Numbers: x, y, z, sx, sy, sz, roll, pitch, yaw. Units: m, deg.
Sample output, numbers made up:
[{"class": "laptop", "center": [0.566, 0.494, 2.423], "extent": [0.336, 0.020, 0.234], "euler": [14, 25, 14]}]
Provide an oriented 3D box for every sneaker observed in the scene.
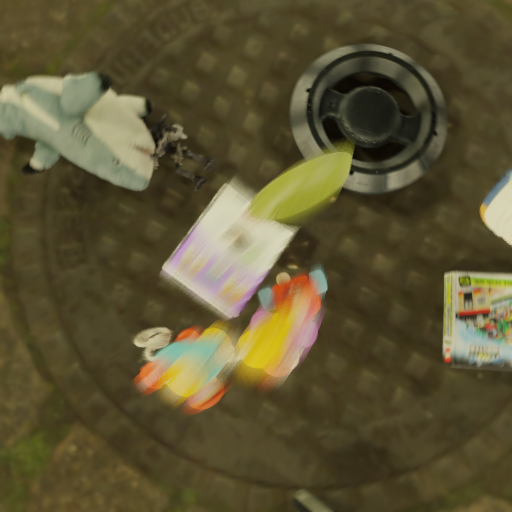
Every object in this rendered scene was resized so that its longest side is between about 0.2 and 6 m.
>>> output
[{"class": "sneaker", "center": [4.433, -1.212, 7.556], "extent": [1.092, 2.901, 1.278], "euler": [-6, 48, -37]}, {"class": "sneaker", "center": [1.124, 4.512, 8.093], "extent": [1.262, 0.842, 2.203], "euler": [-41, 90, -11]}]

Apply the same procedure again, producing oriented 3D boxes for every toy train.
[{"class": "toy train", "center": [-0.163, 1.179, 7.804], "extent": [2.914, 2.189, 0.810], "euler": [-20, 106, -7]}]

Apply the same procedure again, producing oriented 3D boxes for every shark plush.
[{"class": "shark plush", "center": [-3.323, -1.941, 8.566], "extent": [3.667, 1.666, 1.527], "euler": [7, 93, 1]}]

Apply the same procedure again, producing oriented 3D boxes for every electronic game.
[{"class": "electronic game", "center": [1.815, -2.234, 9.073], "extent": [2.557, 0.532, 2.557], "euler": [0, 80, -2]}]

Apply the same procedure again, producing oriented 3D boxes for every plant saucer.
[{"class": "plant saucer", "center": [0.567, -0.774, 6.679], "extent": [1.343, 1.343, 0.209], "euler": [-25, 79, -3]}]

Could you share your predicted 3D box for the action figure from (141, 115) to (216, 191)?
[{"class": "action figure", "center": [-1.374, -1.691, 8.911], "extent": [1.433, 0.731, 0.852], "euler": [32, 101, 2]}]

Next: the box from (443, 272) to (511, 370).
[{"class": "box", "center": [4.310, 1.060, 8.709], "extent": [2.664, 0.462, 1.466], "euler": [3, 83, 0]}]

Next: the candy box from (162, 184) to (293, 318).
[{"class": "candy box", "center": [-0.391, -0.063, 7.814], "extent": [1.206, 0.514, 1.438], "euler": [37, 76, -6]}]
